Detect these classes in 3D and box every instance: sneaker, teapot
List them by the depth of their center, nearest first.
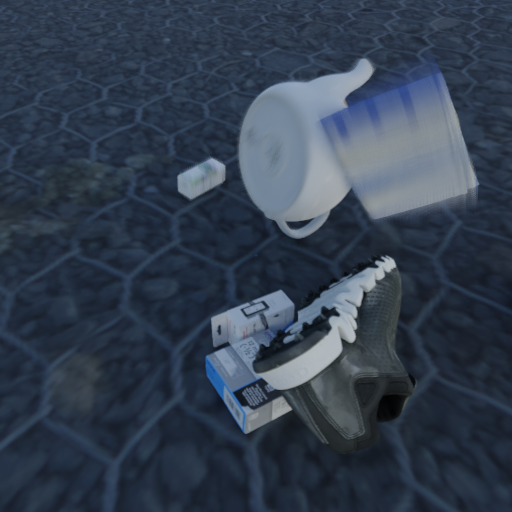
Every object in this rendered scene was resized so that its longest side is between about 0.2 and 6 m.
[{"bbox_3d":[1.204,1.091,6.631,1.176,1.602,3.540,-31,1,29],"label":"sneaker"},{"bbox_3d":[0.830,-1.482,8.248,1.541,2.109,2.082,-8,82,-34],"label":"teapot"}]

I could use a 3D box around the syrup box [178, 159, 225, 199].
[{"bbox_3d":[-0.995,-1.425,10.269,0.350,0.362,0.888,33,49,27],"label":"syrup box"}]

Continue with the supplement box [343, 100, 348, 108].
[{"bbox_3d":[1.437,-3.063,12.191,1.063,0.549,0.696,-3,39,-4],"label":"supplement box"}]

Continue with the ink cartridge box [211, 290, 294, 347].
[{"bbox_3d":[-0.035,0.913,7.232,1.028,0.596,0.349,-20,43,-21],"label":"ink cartridge box"}]

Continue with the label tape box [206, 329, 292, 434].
[{"bbox_3d":[0.199,1.390,6.761,1.341,0.443,0.960,-22,46,-23],"label":"label tape box"}]

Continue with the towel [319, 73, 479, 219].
[{"bbox_3d":[1.857,-1.283,7.108,1.522,2.072,0.247,-17,51,22],"label":"towel"}]
